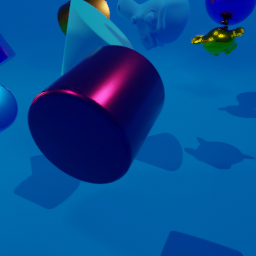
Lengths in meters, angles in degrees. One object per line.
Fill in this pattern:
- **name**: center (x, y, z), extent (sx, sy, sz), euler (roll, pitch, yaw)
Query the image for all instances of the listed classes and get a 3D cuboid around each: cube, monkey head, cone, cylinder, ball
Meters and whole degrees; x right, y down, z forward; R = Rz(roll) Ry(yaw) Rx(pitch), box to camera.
- **cube**: center (-2.906, -1.472, 5.057), extent (1.111, 1.111, 1.111), euler (-34, 22, -2)
- **monkey head**: center (0.508, -2.186, 5.347), extent (1.252, 1.740, 1.048), euler (39, 59, 10)
- **cone**: center (-0.963, -1.497, 5.831), extent (1.570, 1.576, 1.570), euler (36, 26, -21)
- **monkey head**: center (2.478, -2.474, 7.602), extent (1.371, 0.826, 0.987), euler (-2, 72, 31)
- **cylinder**: center (-1.387, -3.494, 8.801), extent (1.201, 1.201, 1.201), euler (-6, 23, 40)
- **ball**: center (2.825, -3.538, 7.706), extent (1.362, 1.362, 1.362), euler (0, 33, 0)
- **cylinder**: center (-0.283, -0.170, 3.012), extent (1.106, 1.106, 1.106), euler (13, 40, 19)
- **cylinder**: center (-2.571, -0.266, 5.017), extent (0.895, 0.895, 0.895), euler (-21, 12, 46)
